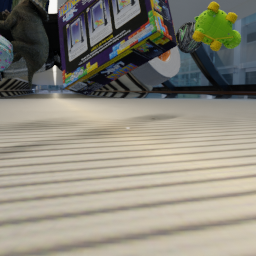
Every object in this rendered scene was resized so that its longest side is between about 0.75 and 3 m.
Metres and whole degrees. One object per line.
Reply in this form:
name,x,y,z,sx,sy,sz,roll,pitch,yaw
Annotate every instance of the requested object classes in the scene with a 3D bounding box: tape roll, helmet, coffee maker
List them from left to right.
coffee maker,-2.704,-2.943,8.670,2.961,2.844,1.994,-11,46,-21
tape roll,0.963,-3.265,11.707,0.954,2.889,2.889,-22,-9,42
helmet,2.351,-3.412,10.607,1.080,1.080,1.030,0,44,-4

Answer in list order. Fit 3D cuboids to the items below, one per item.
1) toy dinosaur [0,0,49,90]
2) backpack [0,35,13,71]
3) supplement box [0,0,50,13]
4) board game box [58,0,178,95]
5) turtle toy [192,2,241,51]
toy dinosaur,-1.969,-1.737,5.444,1.095,2.142,0.824,6,18,11
backpack,-2.483,-1.389,4.940,0.863,0.546,0.720,20,-47,-38
supplement box,-3.683,-4.153,9.895,1.401,1.402,0.941,-12,54,-36
board game box,-0.451,-2.502,6.798,2.999,2.479,0.850,-20,-21,38
turtle toy,3.103,-3.357,9.691,1.846,1.345,0.933,27,14,-5
